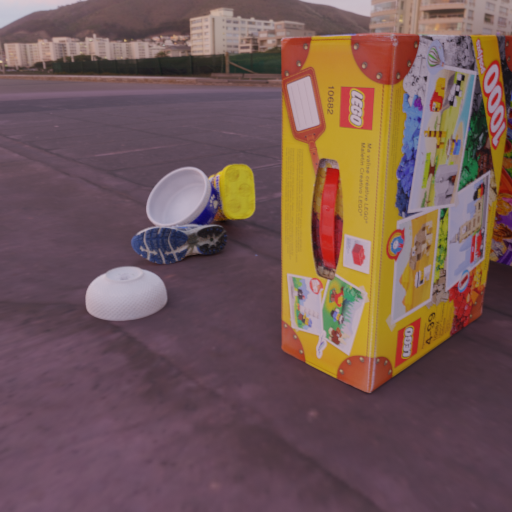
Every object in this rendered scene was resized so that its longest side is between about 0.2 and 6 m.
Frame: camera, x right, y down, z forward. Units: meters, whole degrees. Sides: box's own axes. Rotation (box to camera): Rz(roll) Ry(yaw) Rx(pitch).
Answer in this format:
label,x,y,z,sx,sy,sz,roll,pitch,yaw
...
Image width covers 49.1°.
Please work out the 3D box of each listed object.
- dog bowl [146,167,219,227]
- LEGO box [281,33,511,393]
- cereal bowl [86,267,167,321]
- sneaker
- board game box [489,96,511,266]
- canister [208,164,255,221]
label,x,y,z,sx,sy,sz,roll,pitch,yaw
dog bowl,-1.580,-1.132,12.126,1.524,0.600,1.524,-15,54,21
LEGO box,1.896,-0.792,7.566,3.057,4.105,1.584,-20,28,-40
cereal bowl,-2.120,0.532,9.127,1.300,0.541,1.300,0,20,0
sneaker,-1.586,-0.276,11.178,1.913,0.737,0.815,-3,11,-28
board game box,4.443,-1.291,9.300,2.711,4.031,0.903,20,64,42
canister,-0.612,-1.368,12.602,0.685,1.176,1.583,-4,2,-19
